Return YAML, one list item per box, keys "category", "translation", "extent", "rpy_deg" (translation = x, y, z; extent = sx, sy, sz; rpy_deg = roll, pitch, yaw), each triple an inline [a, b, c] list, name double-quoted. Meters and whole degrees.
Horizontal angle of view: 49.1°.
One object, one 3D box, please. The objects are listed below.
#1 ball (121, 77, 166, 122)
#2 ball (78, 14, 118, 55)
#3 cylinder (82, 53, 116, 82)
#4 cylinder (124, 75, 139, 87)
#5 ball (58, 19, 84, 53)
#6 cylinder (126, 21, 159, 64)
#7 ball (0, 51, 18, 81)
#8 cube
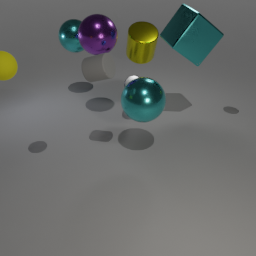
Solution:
- category: "ball"
  translation: [0.474, -0.872, 8.716]
  extent: [1.400, 1.400, 1.400]
  rpy_deg: [0, 31, 0]
- category: "ball"
  translation: [-1.067, -3.288, 9.916]
  extent: [1.400, 1.400, 1.400]
  rpy_deg: [0, 31, 0]
- category: "cylinder"
  translation: [-0.807, -1.667, 7.763]
  extent: [0.700, 0.700, 0.700]
  rpy_deg: [-5, 26, 27]
- category: "cylinder"
  translation: [0.202, -1.617, 10.932]
  extent: [0.700, 0.700, 0.700]
  rpy_deg: [0, -6, -1]
- category: "ball"
  translation: [-2.342, -4.036, 12.306]
  extent: [1.400, 1.400, 1.400]
  rpy_deg: [0, 31, 0]
- category: "cylinder"
  translation: [0.648, -3.999, 13.186]
  extent: [1.400, 1.400, 1.400]
  rpy_deg: [2, 61, -4]
- category: "ball"
  translation: [-3.039, -1.499, 6.754]
  extent: [0.700, 0.700, 0.700]
  rpy_deg: [0, 31, 0]
- category: "cube"
  translation: [2.283, -3.391, 10.227]
  extent: [1.400, 1.400, 1.400]
  rpy_deg: [25, 25, -30]
